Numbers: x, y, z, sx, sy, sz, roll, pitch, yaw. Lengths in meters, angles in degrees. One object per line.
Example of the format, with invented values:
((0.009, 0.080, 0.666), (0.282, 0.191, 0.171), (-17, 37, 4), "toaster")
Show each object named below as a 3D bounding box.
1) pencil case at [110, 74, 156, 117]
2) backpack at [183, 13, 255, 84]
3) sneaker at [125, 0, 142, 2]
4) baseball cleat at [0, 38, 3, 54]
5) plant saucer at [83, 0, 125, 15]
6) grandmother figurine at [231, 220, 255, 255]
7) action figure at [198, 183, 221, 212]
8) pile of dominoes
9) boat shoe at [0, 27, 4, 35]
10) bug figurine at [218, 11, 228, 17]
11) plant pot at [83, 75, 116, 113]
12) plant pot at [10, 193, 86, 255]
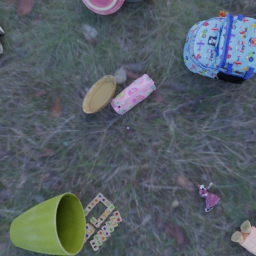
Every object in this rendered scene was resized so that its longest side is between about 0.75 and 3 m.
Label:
((0.164, -1.134, 9.727), (1.654, 0.723, 0.723), (-37, 85, -5), "pencil case")
((3.140, -2.743, 9.416), (2.366, 1.592, 2.160), (15, 92, 5), "backpack")
((-0.318, -5.249, 9.917), (2.625, 1.075, 0.961), (14, 84, 8), "sneaker")
((-4.995, -2.626, 10.004), (0.797, 0.522, 1.498), (17, 85, 1), "baseball cleat")
((-0.925, -4.808, 9.754), (1.720, 1.720, 0.436), (15, 40, 2), "plant saucer")
((4.700, 4.067, 9.170), (2.404, 0.728, 1.458), (39, 106, 1), "grandmother figurine")
((2.687, 2.287, 9.544), (0.588, 0.654, 0.878), (-26, 63, -36), "action figure")
((-1.043, 3.200, 9.453), (1.235, 0.252, 1.585), (41, 85, 5), "pile of dominoes")
((-4.990, -3.817, 10.209), (0.346, 0.400, 1.102), (-41, 89, -7), "boat shoe")
((3.221, -3.706, 10.159), (1.019, 0.262, 0.790), (-29, 99, 14), "bug figurine")
((-0.936, -1.110, 9.500), (0.213, 1.547, 1.547), (38, 83, -34), "plant pot")
((-2.619, 3.148, 8.832), (1.960, 1.834, 1.834), (-15, 83, 15), "plant pot")
